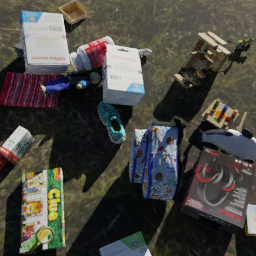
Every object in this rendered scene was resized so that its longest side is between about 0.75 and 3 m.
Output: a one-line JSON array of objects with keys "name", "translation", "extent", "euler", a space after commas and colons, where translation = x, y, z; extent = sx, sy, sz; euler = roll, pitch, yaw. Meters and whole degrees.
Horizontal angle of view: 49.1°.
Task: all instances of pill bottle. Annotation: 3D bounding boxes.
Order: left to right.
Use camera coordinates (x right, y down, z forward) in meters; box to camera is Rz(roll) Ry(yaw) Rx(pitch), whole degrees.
[{"name": "pill bottle", "translation": [-1.574, -3.286, 12.671], "extent": [1.967, 1.104, 1.104], "euler": [-26, 63, -15]}]

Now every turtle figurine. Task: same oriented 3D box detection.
[{"name": "turtle figurine", "translation": [5.639, -4.360, 13.564], "extent": [0.940, 0.698, 0.970], "euler": [-7, 63, -9]}]

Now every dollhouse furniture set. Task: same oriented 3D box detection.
[{"name": "dollhouse furniture set", "translation": [3.064, -3.174, 12.121], "extent": [2.373, 2.080, 1.576], "euler": [-21, 59, -43]}]

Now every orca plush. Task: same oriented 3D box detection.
[{"name": "orca plush", "translation": [3.822, 0.568, 10.734], "extent": [2.632, 0.935, 1.384], "euler": [1, 104, 7]}]

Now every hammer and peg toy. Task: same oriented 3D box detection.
[{"name": "hammer and peg toy", "translation": [3.925, -0.385, 11.261], "extent": [1.620, 0.571, 1.192], "euler": [36, 64, 19]}]

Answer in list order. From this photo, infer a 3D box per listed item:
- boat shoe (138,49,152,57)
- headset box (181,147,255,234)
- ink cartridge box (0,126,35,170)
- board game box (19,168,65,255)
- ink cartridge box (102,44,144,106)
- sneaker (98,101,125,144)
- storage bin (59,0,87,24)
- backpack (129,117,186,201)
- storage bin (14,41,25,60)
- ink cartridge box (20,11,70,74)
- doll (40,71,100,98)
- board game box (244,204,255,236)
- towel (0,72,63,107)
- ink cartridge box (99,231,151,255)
[{"name": "boat shoe", "translation": [0.600, -3.515, 13.253], "extent": [1.023, 0.368, 0.336], "euler": [3, 65, 2]}, {"name": "headset box", "translation": [3.025, 2.177, 9.488], "extent": [1.896, 0.957, 2.552], "euler": [21, 61, 12]}, {"name": "ink cartridge box", "translation": [-4.229, 0.876, 10.262], "extent": [0.438, 0.947, 1.738], "euler": [27, 66, 13]}, {"name": "board game box", "translation": [-2.886, 2.719, 9.474], "extent": [1.414, 0.317, 2.699], "euler": [-9, 60, -3]}, {"name": "ink cartridge box", "translation": [-0.262, -2.273, 11.961], "extent": [1.536, 0.885, 2.653], "euler": [6, 54, -14]}, {"name": "sneaker", "translation": [-0.603, -0.361, 11.101], "extent": [0.786, 0.808, 2.028], "euler": [-22, 61, -13]}, {"name": "storage bin", "translation": [-2.862, -6.058, 14.688], "extent": [1.049, 0.491, 1.041], "euler": [-35, 65, -19]}, {"name": "backpack", "translation": [0.982, 1.173, 9.358], "extent": [1.954, 2.537, 2.416], "euler": [-4, 65, 4]}, {"name": "storage bin", "translation": [-4.612, -3.811, 13.129], "extent": [0.952, 1.031, 1.417], "euler": [26, 62, 26]}, {"name": "ink cartridge box", "translation": [-3.655, -3.666, 12.246], "extent": [1.780, 1.043, 2.463], "euler": [-5, 77, -25]}, {"name": "doll", "translation": [-2.439, -1.999, 12.088], "extent": [2.561, 0.621, 1.747], "euler": [-16, 36, -15]}, {"name": "board game box", "translation": [4.567, 3.124, 9.334], "extent": [1.286, 0.259, 0.984], "euler": [7, 59, 4]}, {"name": "towel", "translation": [-4.231, -1.698, 12.213], "extent": [2.489, 0.280, 1.800], "euler": [3, 60, 1]}, {"name": "ink cartridge box", "translation": [0.122, 4.303, 8.299], "extent": [1.383, 0.799, 1.901], "euler": [-19, 61, -13]}]
